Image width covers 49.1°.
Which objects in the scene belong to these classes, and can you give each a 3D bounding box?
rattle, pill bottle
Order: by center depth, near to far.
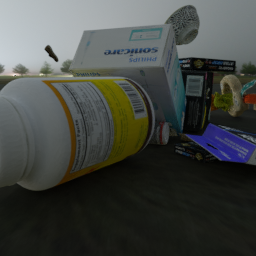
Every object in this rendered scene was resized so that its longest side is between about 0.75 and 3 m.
[{"bbox_3d":[-0.960,-0.008,4.568,1.629,1.629,2.982,8,14,37],"label":"pill bottle"},{"bbox_3d":[0.488,0.102,6.811,0.946,0.548,0.548,4,12,19],"label":"pill bottle"},{"bbox_3d":[3.535,-1.094,10.435,1.873,1.707,2.622,3,16,1],"label":"rattle"}]

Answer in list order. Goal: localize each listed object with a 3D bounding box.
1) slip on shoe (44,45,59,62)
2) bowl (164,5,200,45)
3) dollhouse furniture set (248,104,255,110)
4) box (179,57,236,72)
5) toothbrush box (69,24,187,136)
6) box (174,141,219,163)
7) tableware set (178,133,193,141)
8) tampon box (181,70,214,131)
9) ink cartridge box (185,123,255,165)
[{"bbox_3d":[-3.170,-3.028,11.581,0.326,0.858,0.260,27,67,28],"label":"slip on shoe"},{"bbox_3d":[2.191,-3.778,10.841,1.689,1.689,0.793,-10,58,-43],"label":"bowl"},{"bbox_3d":[5.392,-1.167,13.009,1.288,0.668,0.570,2,10,11],"label":"dollhouse furniture set"},{"bbox_3d":[2.524,-2.115,9.408,1.647,0.379,1.309,0,11,-17],"label":"box"},{"bbox_3d":[0.201,-0.978,6.797,2.061,1.201,2.815,3,-27,21],"label":"toothbrush box"},{"bbox_3d":[1.510,0.471,5.811,0.707,0.205,0.890,-7,13,-30],"label":"box"},{"bbox_3d":[1.579,0.254,6.690,0.713,0.099,0.854,9,-6,22],"label":"tableware set"},{"bbox_3d":[1.855,-0.974,9.025,1.468,1.743,2.325,7,13,22],"label":"tampon box"},{"bbox_3d":[2.229,0.319,5.274,1.841,0.400,1.824,9,10,-10],"label":"ink cartridge box"}]
